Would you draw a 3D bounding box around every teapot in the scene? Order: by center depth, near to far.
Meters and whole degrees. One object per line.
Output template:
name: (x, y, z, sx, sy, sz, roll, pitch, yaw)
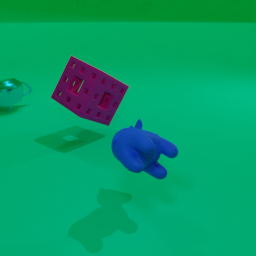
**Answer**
teapot: (-3.949, -1.002, 8.871, 1.947, 0.953, 1.210, -29, 25, -37)

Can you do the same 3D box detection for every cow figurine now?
cow figurine: (0.136, 0.252, 4.159, 1.236, 0.678, 1.216, 20, 9, -46)

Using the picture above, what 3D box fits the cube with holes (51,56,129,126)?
cube with holes: (-0.910, -0.876, 6.801, 1.118, 1.118, 1.118, 32, 7, 32)
